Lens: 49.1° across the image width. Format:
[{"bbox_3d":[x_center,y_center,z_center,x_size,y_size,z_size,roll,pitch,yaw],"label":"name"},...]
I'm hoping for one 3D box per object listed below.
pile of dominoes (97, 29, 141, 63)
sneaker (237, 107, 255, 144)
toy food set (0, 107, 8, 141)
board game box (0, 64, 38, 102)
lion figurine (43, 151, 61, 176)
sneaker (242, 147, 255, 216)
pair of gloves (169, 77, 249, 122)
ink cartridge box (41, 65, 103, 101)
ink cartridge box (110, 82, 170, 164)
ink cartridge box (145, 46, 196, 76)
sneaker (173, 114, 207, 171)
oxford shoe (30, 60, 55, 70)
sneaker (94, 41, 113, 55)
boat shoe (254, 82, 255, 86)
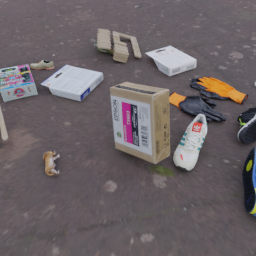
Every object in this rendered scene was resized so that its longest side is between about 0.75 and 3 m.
[{"bbox_3d":[-0.539,-4.130,14.009,2.175,0.444,2.790,11,35,-14],"label":"pile of dominoes"},{"bbox_3d":[4.051,-0.116,9.445,1.974,0.708,0.818,-35,27,-34],"label":"sneaker"},{"bbox_3d":[-5.008,0.398,8.673,2.607,0.852,1.534,-23,70,-22],"label":"toy food set"},{"bbox_3d":[-4.522,-1.870,11.390,1.314,0.572,1.781,-17,44,-17],"label":"board game box"},{"bbox_3d":[-2.265,1.045,8.145,0.599,0.354,0.978,-26,43,22],"label":"lion figurine"},{"bbox_3d":[3.609,1.459,7.457,0.866,0.728,2.209,16,44,5],"label":"sneaker"},{"bbox_3d":[3.066,-1.191,10.784,2.377,0.330,2.668,30,50,30],"label":"pair of gloves"},{"bbox_3d":[-2.271,-1.895,11.546,1.874,0.381,1.871,17,44,19],"label":"ink cartridge box"},{"bbox_3d":[0.341,-0.184,7.918,1.632,1.981,0.744,16,31,41],"label":"ink cartridge box"},{"bbox_3d":[1.947,-3.143,13.000,1.566,0.487,1.946,-22,41,-23],"label":"ink cartridge box"},{"bbox_3d":[1.924,0.348,8.495,0.722,0.958,2.050,18,43,19],"label":"sneaker"},{"bbox_3d":[-3.913,-2.900,12.700,1.104,0.408,0.391,-2,41,-2],"label":"oxford shoe"},{"bbox_3d":[-1.225,-3.939,13.962,0.556,0.415,1.239,-42,69,5],"label":"sneaker"},{"bbox_3d":[5.505,-1.699,11.354,0.348,0.341,0.983,-12,42,-13],"label":"boat shoe"}]
